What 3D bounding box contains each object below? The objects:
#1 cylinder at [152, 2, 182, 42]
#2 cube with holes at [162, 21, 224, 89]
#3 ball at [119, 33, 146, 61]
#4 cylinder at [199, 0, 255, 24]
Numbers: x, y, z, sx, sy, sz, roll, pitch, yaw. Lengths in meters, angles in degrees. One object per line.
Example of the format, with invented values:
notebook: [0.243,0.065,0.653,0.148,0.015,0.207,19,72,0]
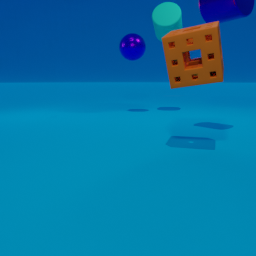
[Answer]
cylinder: [1.509,-3.997,10.671,1.067,1.067,1.067,3,-16,14]
cube with holes: [1.199,-1.311,5.007,0.887,0.887,0.887,-5,23,22]
ball: [0.171,-3.062,10.613,1.007,1.007,1.007,0,10,0]
cylinder: [2.216,-2.861,6.305,0.887,0.887,0.887,-8,9,-39]
